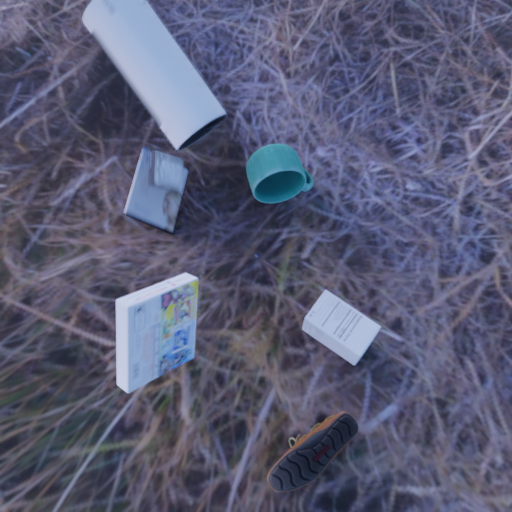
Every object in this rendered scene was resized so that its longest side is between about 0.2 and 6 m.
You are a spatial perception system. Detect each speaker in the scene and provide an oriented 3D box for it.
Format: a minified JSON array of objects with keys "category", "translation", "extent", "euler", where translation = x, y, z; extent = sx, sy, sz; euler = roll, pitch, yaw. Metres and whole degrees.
[{"category":"speaker","translation":[-1.928,-3.624,10.904],"extent":[1.256,1.256,3.093],"euler":[-38,97,-15]}]

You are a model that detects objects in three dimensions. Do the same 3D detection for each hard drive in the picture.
[{"category":"hard drive","translation":[-1.777,-1.671,11.109],"extent":[0.181,0.955,0.667],"euler":[2,88,27]}]

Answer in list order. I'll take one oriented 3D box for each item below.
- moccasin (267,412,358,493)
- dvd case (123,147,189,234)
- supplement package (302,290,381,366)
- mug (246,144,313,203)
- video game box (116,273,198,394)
[{"category":"moccasin","translation":[0.933,3.351,9.660],"extent":[1.823,0.704,0.667],"euler":[-41,86,-20]},{"category":"dvd case","translation":[-2.026,-1.347,11.583],"extent":[1.115,0.137,1.563],"euler":[23,65,-30]},{"category":"supplement package","translation":[1.569,1.344,10.441],"extent":[1.215,0.737,0.727],"euler":[34,71,14]},{"category":"mug","translation":[0.427,-1.722,11.670],"extent":[1.144,1.392,0.861],"euler":[-24,63,15]},{"category":"video game box","translation":[-1.689,1.292,9.644],"extent":[0.398,1.698,1.547],"euler":[25,30,36]}]
